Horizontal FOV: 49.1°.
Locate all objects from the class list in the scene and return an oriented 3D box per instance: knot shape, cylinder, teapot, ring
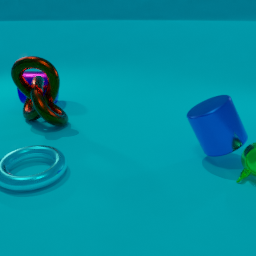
[{"bbox_3d":[-2.364,-0.796,7.770,0.954,2.066,1.933,-29,71,-32],"label":"knot shape"},{"bbox_3d":[1.865,-0.055,5.888,0.967,0.967,0.967,-27,14,7],"label":"cylinder"},{"bbox_3d":[-3.041,-1.376,9.572,1.114,1.114,1.114,0,23,0],"label":"cylinder"},{"bbox_3d":[2.458,0.634,5.269,0.687,1.104,0.541,46,19,17],"label":"teapot"},{"bbox_3d":[-1.914,0.759,5.554,1.393,0.279,1.393,0,26,0],"label":"ring"}]
